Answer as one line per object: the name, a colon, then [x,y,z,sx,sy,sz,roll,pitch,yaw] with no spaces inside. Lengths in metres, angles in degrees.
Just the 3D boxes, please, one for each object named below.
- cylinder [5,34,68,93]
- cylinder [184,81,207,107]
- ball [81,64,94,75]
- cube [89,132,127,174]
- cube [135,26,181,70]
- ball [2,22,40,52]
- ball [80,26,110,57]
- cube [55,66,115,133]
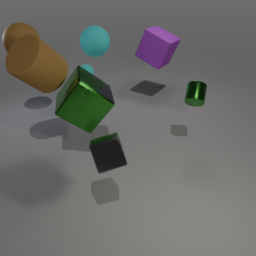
cylinder: [-2.892,-2.019,8.999,1.400,1.400,1.400,19,-7,29]
cylinder: [2.390,-1.200,9.874,0.700,0.700,0.700,9,73,15]
ball: [-1.891,-2.518,12.637,0.700,0.700,0.700,0,30,0]
cube: [-0.467,0.573,6.629,0.700,0.700,0.700,-18,9,-2]
cube: [1.436,-3.897,13.510,1.400,1.400,1.400,34,36,12]
ball: [-4.165,-3.405,11.000,1.400,1.400,1.400,0,30,0]
ball: [-1.544,-4.042,13.104,1.400,1.400,1.400,0,30,0]
cube: [-1.467,-0.960,9.425,1.400,1.400,1.400,31,23,-27]
